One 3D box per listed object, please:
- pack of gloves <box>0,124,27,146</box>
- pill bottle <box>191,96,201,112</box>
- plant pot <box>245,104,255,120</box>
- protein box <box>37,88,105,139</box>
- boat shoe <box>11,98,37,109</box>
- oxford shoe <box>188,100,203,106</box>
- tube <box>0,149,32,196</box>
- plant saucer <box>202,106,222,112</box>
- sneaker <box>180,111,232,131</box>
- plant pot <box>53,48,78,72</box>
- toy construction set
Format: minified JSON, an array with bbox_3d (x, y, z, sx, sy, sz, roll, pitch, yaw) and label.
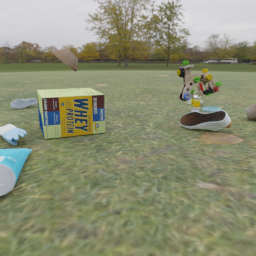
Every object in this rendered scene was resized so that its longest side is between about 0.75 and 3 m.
[{"bbox_3d":[-4.469,0.453,9.502,1.732,0.407,2.062,-25,24,-34],"label":"pack of gloves"},{"bbox_3d":[3.518,-1.239,14.548,0.476,0.843,0.476,0,15,0],"label":"pill bottle"},{"bbox_3d":[5.849,-0.728,12.801,0.814,0.938,0.938,-11,10,23],"label":"plant pot"},{"bbox_3d":[-2.306,-0.680,11.115,2.254,1.521,2.238,-6,16,-21],"label":"protein box"},{"bbox_3d":[-5.852,-1.312,15.719,1.507,0.554,0.503,-13,-7,-41],"label":"boat shoe"},{"bbox_3d":[3.998,-1.478,16.568,1.051,0.395,0.304,5,-27,48],"label":"oxford shoe"},{"bbox_3d":[-3.109,0.875,7.165,1.096,0.713,2.830,6,7,-16],"label":"tube"},{"bbox_3d":[4.524,-1.017,15.090,1.084,0.149,1.084,-1,15,0],"label":"plant saucer"},{"bbox_3d":[3.097,-0.160,11.237,2.112,0.769,0.894,1,-29,46],"label":"sneaker"},{"bbox_3d":[-2.864,-3.365,13.383,1.378,0.636,1.378,39,5,-4],"label":"plant pot"},{"bbox_3d":[2.619,-1.897,10.762,1.575,1.451,1.889,-14,3,15],"label":"toy construction set"}]
